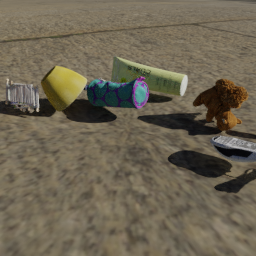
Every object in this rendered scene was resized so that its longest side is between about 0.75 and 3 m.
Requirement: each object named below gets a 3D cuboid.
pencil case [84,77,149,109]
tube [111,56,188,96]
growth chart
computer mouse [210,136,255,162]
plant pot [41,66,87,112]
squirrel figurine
[{"bbox_3d":[-0.360,-1.078,8.521,1.991,0.920,0.847,8,4,37],"label":"pencil case"},{"bbox_3d":[0.636,-1.743,9.872,2.827,0.734,0.820,17,67,24],"label":"tube"},{"bbox_3d":[-3.212,-0.952,8.466,1.250,0.905,0.111,11,8,15],"label":"growth chart"},{"bbox_3d":[2.746,0.596,6.122,1.936,0.425,1.061,14,21,34],"label":"computer mouse"},{"bbox_3d":[-2.079,-1.328,8.613,1.362,0.967,1.362,-35,29,23],"label":"plant pot"},{"bbox_3d":[2.649,-0.618,7.704,0.944,1.335,1.246,8,44,-25],"label":"squirrel figurine"}]
